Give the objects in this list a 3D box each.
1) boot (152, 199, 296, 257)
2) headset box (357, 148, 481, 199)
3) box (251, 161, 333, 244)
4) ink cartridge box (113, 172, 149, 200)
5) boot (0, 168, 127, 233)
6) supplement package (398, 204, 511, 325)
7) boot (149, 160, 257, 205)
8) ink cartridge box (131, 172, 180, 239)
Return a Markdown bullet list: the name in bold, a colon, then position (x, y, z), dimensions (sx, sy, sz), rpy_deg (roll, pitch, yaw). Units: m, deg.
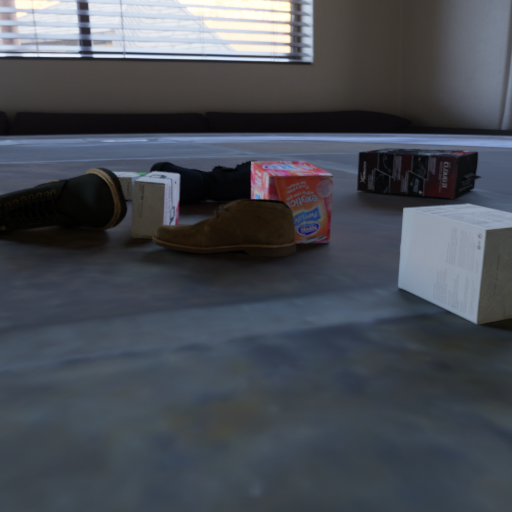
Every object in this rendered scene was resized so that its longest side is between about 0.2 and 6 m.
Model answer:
- **boot**: position (-0.506, -0.472, 8.517), dimensions (2.210, 0.834, 0.813), rpy_deg (0, 18, 7)
- **headset box**: position (4.282, -2.171, 14.378), dimensions (2.762, 1.067, 2.056), rpy_deg (11, 18, 31)
- **box**: position (0.551, -1.003, 9.879), dimensions (1.066, 1.156, 2.253), rpy_deg (-2, 16, -7)
- **ink cartridge box**: position (-3.419, -1.727, 13.672), dimensions (1.355, 0.570, 0.989), rpy_deg (4, 15, 15)
- **boot**: position (-3.632, -0.757, 9.531), dimensions (1.943, 1.088, 2.809), rpy_deg (-19, 11, -40)
- **supplement package**: position (2.417, 0.019, 6.281), dimensions (0.995, 1.002, 1.320), rpy_deg (-6, 16, -22)
- **boot**: position (-0.939, -1.599, 12.314), dimensions (2.198, 0.999, 2.616), rpy_deg (-1, 8, 13)
- **ink cartridge box**: position (-1.742, -0.911, 9.837), dimensions (0.555, 0.966, 1.330), rpy_deg (5, 16, 2)
